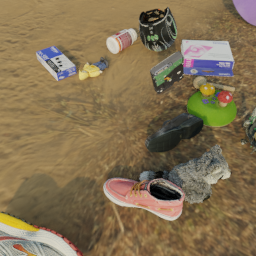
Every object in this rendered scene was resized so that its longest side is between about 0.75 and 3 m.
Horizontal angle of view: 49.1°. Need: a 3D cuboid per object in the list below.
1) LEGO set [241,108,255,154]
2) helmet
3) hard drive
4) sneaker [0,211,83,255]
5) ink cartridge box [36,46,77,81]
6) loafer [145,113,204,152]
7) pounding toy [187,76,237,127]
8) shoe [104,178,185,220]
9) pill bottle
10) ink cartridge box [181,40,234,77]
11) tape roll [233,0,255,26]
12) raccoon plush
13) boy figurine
[{"bbox_3d":[4.453,0.676,8.926,1.835,0.801,2.825,8,62,10],"label":"LEGO set"},{"bbox_3d":[1.355,-4.337,12.558,1.837,1.751,1.837,-12,52,15],"label":"helmet"},{"bbox_3d":[1.063,-1.440,7.504,0.902,1.291,0.244,-34,73,2],"label":"hard drive"},{"bbox_3d":[-2.200,3.002,6.551,2.927,1.139,1.202,10,53,21],"label":"sneaker"},{"bbox_3d":[-3.109,-2.819,12.084,0.909,0.427,1.933,-28,54,-24],"label":"ink cartridge box"},{"bbox_3d":[1.418,0.124,9.279,2.286,0.832,0.826,-20,41,-29],"label":"loafer"},{"bbox_3d":[3.158,-1.216,10.215,1.785,1.073,2.313,11,50,10],"label":"pounding toy"},{"bbox_3d":[0.397,1.704,7.618,2.300,1.046,0.822,17,50,15],"label":"shoe"},{"bbox_3d":[-0.254,-4.057,12.956,0.780,0.780,1.380,37,58,28],"label":"pill bottle"},{"bbox_3d":[3.484,-3.136,12.358,2.139,0.472,2.179,3,47,2],"label":"ink cartridge box"},{"bbox_3d":[6.742,-6.733,14.053,2.896,1.230,2.896,4,79,-22],"label":"tape roll"},{"bbox_3d":[1.553,1.244,7.654,2.393,1.603,1.158,-4,48,-3],"label":"raccoon plush"},{"bbox_3d":[-1.528,-2.485,11.778,1.433,0.462,0.891,-34,59,-29],"label":"boy figurine"}]
